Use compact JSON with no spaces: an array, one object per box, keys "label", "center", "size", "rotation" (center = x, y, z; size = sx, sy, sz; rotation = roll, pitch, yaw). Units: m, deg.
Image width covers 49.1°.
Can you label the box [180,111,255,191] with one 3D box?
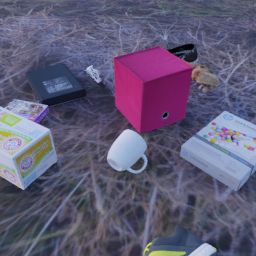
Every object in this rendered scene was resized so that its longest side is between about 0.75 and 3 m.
[{"label":"box","center":[3.204,0.579,8.781],"size":[2.544,0.524,1.983],"rotation":[-31,49,-33]}]

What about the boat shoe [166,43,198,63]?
[{"label":"boat shoe","center":[1.800,-3.202,12.795],"size":[2.711,0.850,0.992],"rotation":[-11,48,11]}]

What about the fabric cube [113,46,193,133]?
[{"label":"fabric cube","center":[0.826,-1.419,10.008],"size":[2.022,2.054,2.061],"rotation":[-19,43,-22]}]

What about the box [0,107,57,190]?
[{"label":"box","center":[-3.562,0.476,8.287],"size":[2.524,1.279,1.420],"rotation":[21,44,24]}]

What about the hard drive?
[{"label":"hard drive","center":[-3.087,-1.872,11.815],"size":[1.816,0.428,2.602],"rotation":[-19,43,-22]}]

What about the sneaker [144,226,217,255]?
[{"label":"sneaker","center":[0.584,2.952,5.695],"size":[2.629,0.979,1.112],"rotation":[-16,35,-32]}]

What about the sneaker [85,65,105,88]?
[{"label":"sneaker","center":[-1.291,-2.192,11.827],"size":[0.489,0.409,1.104],"rotation":[-43,90,-1]}]

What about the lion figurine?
[{"label":"lion figurine","center":[2.957,-2.341,11.825],"size":[1.631,0.965,2.663],"rotation":[16,27,5]}]

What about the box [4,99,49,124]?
[{"label":"box","center":[-3.842,-0.566,10.336],"size":[1.508,0.295,1.032],"rotation":[11,41,13]}]

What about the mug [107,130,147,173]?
[{"label":"mug","center":[0.031,0.819,8.308],"size":[1.198,0.885,1.050],"rotation":[40,62,1]}]
